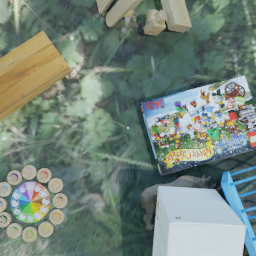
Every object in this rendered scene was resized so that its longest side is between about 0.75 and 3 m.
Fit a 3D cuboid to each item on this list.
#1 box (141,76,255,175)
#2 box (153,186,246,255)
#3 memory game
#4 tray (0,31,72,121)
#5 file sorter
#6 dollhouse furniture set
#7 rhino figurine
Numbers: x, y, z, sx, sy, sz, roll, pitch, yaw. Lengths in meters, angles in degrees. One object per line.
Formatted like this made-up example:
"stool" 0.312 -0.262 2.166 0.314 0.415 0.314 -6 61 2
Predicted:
"box" 1.975 -0.071 7.481 2.880 0.543 1.967 -15 81 -2
"box" 1.306 2.961 5.971 1.420 1.812 2.913 3 99 -1
"memory game" -2.575 1.972 7.372 2.000 0.127 2.000 0 81 0
"tray" -3.040 -1.385 7.727 2.642 0.489 1.303 -36 83 -4
"file sorter" 3.335 2.093 6.311 1.568 1.774 2.557 -23 81 17
"dollhouse furniture set" 0.401 -3.448 8.116 1.942 1.582 1.847 -7 80 -36
"rhino figurine" 1.395 1.750 7.126 2.273 0.680 0.994 -17 83 -2
